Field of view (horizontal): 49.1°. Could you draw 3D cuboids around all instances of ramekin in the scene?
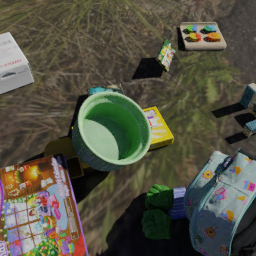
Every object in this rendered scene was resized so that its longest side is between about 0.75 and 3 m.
[{"bbox_3d":[-0.506,0.158,7.636,2.092,1.022,2.092,13,60,-23],"label":"ramekin"}]

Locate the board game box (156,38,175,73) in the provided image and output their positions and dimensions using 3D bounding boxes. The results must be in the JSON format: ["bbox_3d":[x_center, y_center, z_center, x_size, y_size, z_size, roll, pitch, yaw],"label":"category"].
[{"bbox_3d":[1.514,-2.905,11.173,0.161,0.720,1.374,-18,38,42],"label":"board game box"}]

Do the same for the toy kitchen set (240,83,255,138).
[{"bbox_3d":[4.063,-0.599,9.296,1.150,0.846,1.436,-20,53,-15],"label":"toy kitchen set"}]

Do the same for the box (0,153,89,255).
[{"bbox_3d":[-2.159,2.241,6.562,2.004,0.573,2.928,-15,72,-11],"label":"box"}]

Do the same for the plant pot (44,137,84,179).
[{"bbox_3d":[-1.887,0.839,8.097,0.966,0.960,0.988,-13,47,-10],"label":"plant pot"}]

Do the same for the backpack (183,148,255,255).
[{"bbox_3d":[2.349,1.884,6.495,1.863,2.136,2.430,17,51,34],"label":"backpack"}]

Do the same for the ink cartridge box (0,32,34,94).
[{"bbox_3d":[-4.852,-2.470,10.719,1.679,1.011,2.311,-27,54,-19],"label":"ink cartridge box"}]

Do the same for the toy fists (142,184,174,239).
[{"bbox_3d":[0.757,2.135,7.261,0.750,0.506,1.471,-1,51,17],"label":"toy fists"}]

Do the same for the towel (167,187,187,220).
[{"bbox_3d":[1.356,2.038,7.625,0.642,0.106,0.886,-5,51,-5],"label":"towel"}]

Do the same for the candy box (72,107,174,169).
[{"bbox_3d":[-0.189,0.231,8.903,2.933,0.387,1.499,-15,52,-12],"label":"candy box"}]

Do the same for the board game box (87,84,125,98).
[{"bbox_3d":[-0.702,-0.889,9.659,1.276,0.266,1.887,-10,40,-7],"label":"board game box"}]

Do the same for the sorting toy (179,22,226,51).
[{"bbox_3d":[3.320,-4.193,12.547,1.799,0.354,1.943,-1,51,-1],"label":"sorting toy"}]
